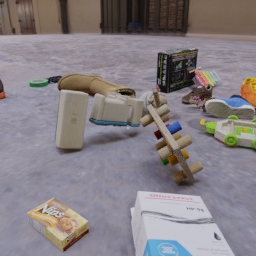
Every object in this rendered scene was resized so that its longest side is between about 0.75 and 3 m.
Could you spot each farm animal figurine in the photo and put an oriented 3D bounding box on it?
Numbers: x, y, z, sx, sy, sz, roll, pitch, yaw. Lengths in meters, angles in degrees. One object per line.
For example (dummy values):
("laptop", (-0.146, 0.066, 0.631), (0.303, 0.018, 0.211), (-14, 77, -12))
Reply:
("farm animal figurine", (3.144, -0.980, 11.499), (1.120, 0.590, 1.132), (1, 13, -30))

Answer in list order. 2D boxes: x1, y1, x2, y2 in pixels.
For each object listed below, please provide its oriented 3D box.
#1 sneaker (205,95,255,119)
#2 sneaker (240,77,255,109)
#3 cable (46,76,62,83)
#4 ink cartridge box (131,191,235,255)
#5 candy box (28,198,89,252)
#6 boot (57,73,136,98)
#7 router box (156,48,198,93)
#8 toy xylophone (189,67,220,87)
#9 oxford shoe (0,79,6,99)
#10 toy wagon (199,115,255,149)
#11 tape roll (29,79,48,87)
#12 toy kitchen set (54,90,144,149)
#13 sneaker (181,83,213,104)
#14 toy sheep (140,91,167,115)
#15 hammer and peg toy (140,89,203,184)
("sneaker", (3.912, -0.888, 10.968), (1.859, 0.713, 1.034), (6, 30, 5))
("sneaker", (5.335, -1.512, 12.007), (1.048, 1.107, 2.871), (4, 25, 7))
("cable", (-4.222, -2.770, 16.016), (0.887, 0.276, 1.087), (12, 28, 37))
("ink cartridge box", (0.746, 1.706, 4.626), (1.229, 0.708, 2.121), (7, 18, -7))
("candy box", (-1.331, 1.793, 5.323), (1.077, 0.298, 0.622), (19, 30, 37))
("boot", (-1.504, -1.796, 12.831), (2.589, 0.978, 2.956), (-15, 28, -31))
("router box", (2.541, -3.025, 14.422), (0.798, 1.925, 2.569), (22, 31, 39))
("toy xylophone", (3.947, -2.619, 14.593), (1.398, 0.480, 1.909), (52, 47, 5))
("oxford shoe", (-6.851, -1.591, 12.258), (0.992, 1.011, 2.786), (18, 29, 36))
("toy wagon", (3.496, 0.101, 9.062), (2.318, 0.459, 1.798), (8, 24, 19))
("tape roll", (-4.851, -2.449, 15.236), (0.994, 0.239, 0.994), (0, 23, 0))
("toy kitchen set", (-1.139, -0.376, 9.378), (2.799, 1.649, 2.243), (4, 11, -29))
("sneaker", (3.111, -1.597, 12.673), (1.851, 0.699, 0.652), (-17, 29, -35))
("toy sheep", (0.856, -0.920, 10.738), (1.557, 1.074, 1.074), (-1, 16, 44))
("hammer and peg toy", (0.895, 0.153, 6.898), (0.782, 1.632, 2.219), (-30, 46, 3))
